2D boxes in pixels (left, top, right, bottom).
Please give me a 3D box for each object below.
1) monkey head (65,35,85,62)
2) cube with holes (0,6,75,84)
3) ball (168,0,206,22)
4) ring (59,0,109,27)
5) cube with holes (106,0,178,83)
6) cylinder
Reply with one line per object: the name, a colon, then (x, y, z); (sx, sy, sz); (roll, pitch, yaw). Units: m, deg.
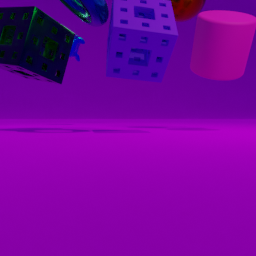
monkey head: (-2.372, -3.393, 11.571); (1.181, 0.989, 1.642); (24, -2, 40)
cube with holes: (-2.317, -1.923, 6.660); (1.302, 1.302, 1.302); (13, -3, 30)
ball: (1.447, -3.618, 7.626); (1.373, 1.373, 1.373); (0, 2, 0)
ring: (-1.150, -2.705, 5.232); (1.989, 0.398, 1.989); (42, 0, 0)
cube with holes: (0.203, -1.755, 5.517); (1.137, 1.137, 1.137); (5, -38, -8)
cylinder: (2.134, -1.906, 6.405); (1.255, 1.255, 1.255); (1, 33, -1)
